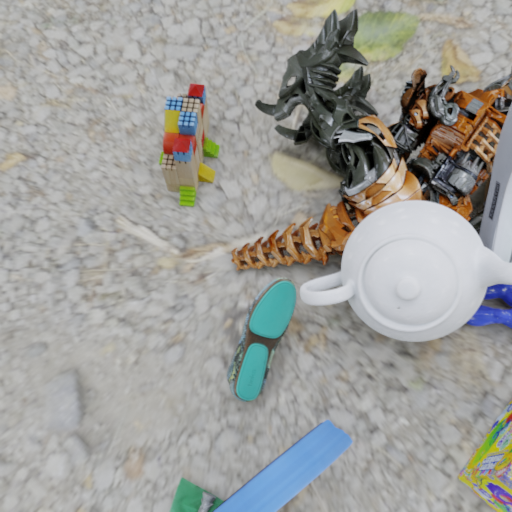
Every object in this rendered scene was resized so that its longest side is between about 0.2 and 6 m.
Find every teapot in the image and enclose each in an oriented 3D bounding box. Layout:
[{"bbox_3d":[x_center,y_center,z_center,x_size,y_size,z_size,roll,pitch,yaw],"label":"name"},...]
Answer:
[{"bbox_3d":[1.840,0.257,6.836,1.929,1.428,1.955,37,111,10],"label":"teapot"}]

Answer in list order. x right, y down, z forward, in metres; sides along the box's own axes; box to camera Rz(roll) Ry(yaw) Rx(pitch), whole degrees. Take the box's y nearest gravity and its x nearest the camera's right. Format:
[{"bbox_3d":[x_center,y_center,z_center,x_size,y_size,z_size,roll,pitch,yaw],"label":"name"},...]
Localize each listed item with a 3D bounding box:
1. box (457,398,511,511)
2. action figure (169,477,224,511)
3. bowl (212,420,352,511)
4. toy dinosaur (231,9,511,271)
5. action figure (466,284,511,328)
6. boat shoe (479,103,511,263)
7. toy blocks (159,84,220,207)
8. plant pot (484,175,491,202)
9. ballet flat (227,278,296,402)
[{"bbox_3d":[3.541,2.423,6.854,0.992,1.626,1.566,39,72,15],"label":"box"},{"bbox_3d":[-0.907,3.958,6.828,1.195,0.553,2.023,27,73,8],"label":"action figure"},{"bbox_3d":[0.198,2.535,6.218,1.973,1.973,0.387,-35,71,-14],"label":"bowl"},{"bbox_3d":[1.775,-1.432,8.097,4.944,2.526,3.356,-29,75,-12],"label":"toy dinosaur"},{"bbox_3d":[4.071,0.845,7.968,3.270,0.845,1.070,20,50,6],"label":"action figure"},{"bbox_3d":[3.439,-0.916,6.994,0.787,2.780,0.954,6,26,5],"label":"boat shoe"},{"bbox_3d":[-1.127,-1.957,8.901,0.965,1.320,1.931,6,66,3],"label":"toy blocks"},{"bbox_3d":[5.187,-1.126,8.013,3.345,1.544,3.345,-2,51,3],"label":"plant pot"},{"bbox_3d":[0.023,1.107,7.725,0.653,0.653,1.760,23,85,9],"label":"ballet flat"}]
